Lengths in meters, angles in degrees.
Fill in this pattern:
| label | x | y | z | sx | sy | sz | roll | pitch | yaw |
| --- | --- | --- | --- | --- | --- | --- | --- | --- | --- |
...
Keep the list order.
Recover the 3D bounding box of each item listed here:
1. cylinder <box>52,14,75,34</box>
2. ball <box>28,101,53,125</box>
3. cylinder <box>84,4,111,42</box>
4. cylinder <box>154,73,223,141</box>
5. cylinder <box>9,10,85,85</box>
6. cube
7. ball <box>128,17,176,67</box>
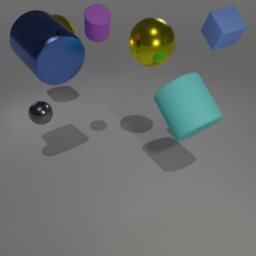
| label | x | y | z | sx | sy | sz | roll | pitch | yaw |
| --- | --- | --- | --- | --- | --- | --- | --- | --- | --- |
| cylinder | -3.044 | -3.786 | 11.440 | 1.400 | 1.400 | 1.400 | -15 | 17 | -25 |
| ball | -2.546 | -0.441 | 8.179 | 0.700 | 0.700 | 0.700 | 0 | 30 | 0 |
| cylinder | -0.820 | -2.806 | 7.526 | 0.700 | 0.700 | 0.700 | 3 | 68 | -7 |
| cylinder | 1.636 | -0.558 | 7.717 | 1.400 | 1.400 | 1.400 | -19 | 76 | -30 |
| cylinder | -2.050 | -2.038 | 7.144 | 1.400 | 1.400 | 1.400 | -24 | 55 | -35 |
| cube | 2.404 | -2.518 | 7.097 | 0.700 | 0.700 | 0.700 | -18 | 72 | -14 |
| ball | 0.698 | -2.501 | 8.237 | 1.400 | 1.400 | 1.400 | 0 | 30 | 0 |
